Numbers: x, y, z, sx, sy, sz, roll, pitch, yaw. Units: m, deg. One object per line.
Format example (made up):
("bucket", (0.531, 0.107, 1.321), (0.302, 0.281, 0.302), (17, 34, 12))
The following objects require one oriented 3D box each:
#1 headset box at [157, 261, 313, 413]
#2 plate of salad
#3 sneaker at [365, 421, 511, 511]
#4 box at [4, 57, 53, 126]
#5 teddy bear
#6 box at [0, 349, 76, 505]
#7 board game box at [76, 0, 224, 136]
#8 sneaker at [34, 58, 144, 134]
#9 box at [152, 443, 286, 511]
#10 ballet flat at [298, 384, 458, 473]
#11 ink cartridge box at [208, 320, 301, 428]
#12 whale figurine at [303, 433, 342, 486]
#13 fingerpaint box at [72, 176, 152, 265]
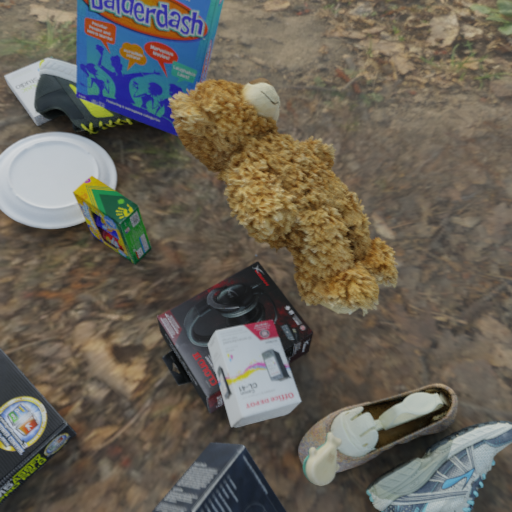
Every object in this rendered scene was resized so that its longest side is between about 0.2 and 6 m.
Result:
("headset box", (-0.476, 1.445, 9.859), (2.359, 0.911, 1.755), (-28, 62, -18))
("plate of salad", (-4.293, -1.592, 11.979), (2.556, 0.614, 2.556), (5, 60, -9))
("sneaker", (3.033, 3.458, 8.678), (2.565, 0.995, 1.107), (-27, 70, -7))
("box", (-5.168, -4.059, 13.705), (1.300, 0.327, 1.802), (-32, 64, -18))
("teddy bear", (0.594, -1.031, 8.325), (3.130, 1.441, 4.317), (-11, 65, -45))
("box", (-4.814, 2.714, 9.202), (2.901, 0.642, 2.324), (39, 65, 22))
("board game box", (-1.976, -3.775, 9.980), (2.338, 3.074, 0.692), (20, 51, -2))
("sneaker", (-3.523, -3.365, 12.945), (3.305, 1.231, 1.398), (19, 89, 2))
("box", (-0.406, 3.102, 6.729), (1.157, 0.729, 1.176), (-41, 108, -40))
("ballet flat", (1.994, 2.679, 9.056), (2.793, 0.939, 0.951), (-19, 60, -11))
("ink cartridge box", (-0.042, 1.684, 8.124), (0.971, 0.563, 1.315), (-8, 61, -24))
("whale figurine", (0.765, 2.349, 6.502), (0.468, 0.305, 0.588), (37, 67, -18))
("fingerpaint box", (-2.765, -0.659, 10.857), (1.231, 1.476, 0.541), (33, 64, 18))
